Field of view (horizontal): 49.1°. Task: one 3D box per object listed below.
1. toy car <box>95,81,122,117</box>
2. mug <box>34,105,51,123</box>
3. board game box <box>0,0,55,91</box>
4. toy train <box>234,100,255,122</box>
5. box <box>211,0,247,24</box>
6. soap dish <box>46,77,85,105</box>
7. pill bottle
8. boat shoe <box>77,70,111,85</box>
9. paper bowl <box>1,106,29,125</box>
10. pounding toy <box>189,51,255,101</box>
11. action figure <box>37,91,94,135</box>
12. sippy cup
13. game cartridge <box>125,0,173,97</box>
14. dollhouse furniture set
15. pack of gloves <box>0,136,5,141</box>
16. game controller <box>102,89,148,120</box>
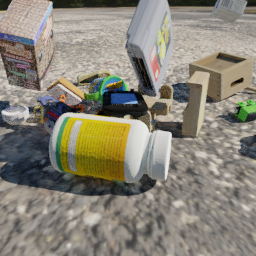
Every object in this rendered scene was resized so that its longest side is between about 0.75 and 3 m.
[{"bbox_3d":[-0.713,-0.563,9.695,0.760,1.120,2.283,-8,39,29],"label":"toy car"},{"bbox_3d":[-2.975,-0.576,10.318,0.848,0.696,0.679,-15,32,-25],"label":"mug"},{"bbox_3d":[-3.401,-2.858,9.659,1.184,2.446,1.950,12,57,-4],"label":"board game box"},{"bbox_3d":[5.455,-0.811,10.912,2.963,0.618,0.836,-11,40,-20],"label":"toy train"},{"bbox_3d":[3.392,-4.032,9.494,0.868,0.495,0.944,20,4,1],"label":"box"},{"bbox_3d":[-2.437,-1.402,11.038,0.979,1.245,0.506,-20,45,43],"label":"soap dish"},{"bbox_3d":[-0.386,0.537,7.271,2.886,1.627,1.627,6,29,12],"label":"pill bottle"},{"bbox_3d":[-1.663,-2.474,13.994,1.752,0.639,0.551,-8,38,-11],"label":"boat shoe"},{"bbox_3d":[-4.122,-0.448,10.302,0.921,0.479,0.921,0,28,0],"label":"paper bowl"},{"bbox_3d":[4.535,-2.269,12.804,2.519,1.791,2.319,-25,35,-21],"label":"pounding toy"},{"bbox_3d":[-2.109,-0.386,10.041,2.216,1.159,2.144,36,41,3],"label":"action figure"},{"bbox_3d":[-0.944,-1.545,11.654,1.738,1.365,1.274,22,-4,-41],"label":"sippy cup"},{"bbox_3d":[0.725,-2.347,8.008,0.602,1.961,2.946,12,-15,17],"label":"game cartridge"},{"bbox_3d":[1.154,-1.012,9.840,2.939,1.913,2.700,12,30,21],"label":"dollhouse furniture set"},{"bbox_3d":[-5.029,0.366,8.985,1.515,0.299,1.273,9,30,16],"label":"pack of gloves"},{"bbox_3d":[-0.140,-0.843,8.899,1.327,0.536,2.545,8,18,-7],"label":"game controller"}]
